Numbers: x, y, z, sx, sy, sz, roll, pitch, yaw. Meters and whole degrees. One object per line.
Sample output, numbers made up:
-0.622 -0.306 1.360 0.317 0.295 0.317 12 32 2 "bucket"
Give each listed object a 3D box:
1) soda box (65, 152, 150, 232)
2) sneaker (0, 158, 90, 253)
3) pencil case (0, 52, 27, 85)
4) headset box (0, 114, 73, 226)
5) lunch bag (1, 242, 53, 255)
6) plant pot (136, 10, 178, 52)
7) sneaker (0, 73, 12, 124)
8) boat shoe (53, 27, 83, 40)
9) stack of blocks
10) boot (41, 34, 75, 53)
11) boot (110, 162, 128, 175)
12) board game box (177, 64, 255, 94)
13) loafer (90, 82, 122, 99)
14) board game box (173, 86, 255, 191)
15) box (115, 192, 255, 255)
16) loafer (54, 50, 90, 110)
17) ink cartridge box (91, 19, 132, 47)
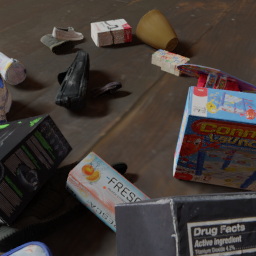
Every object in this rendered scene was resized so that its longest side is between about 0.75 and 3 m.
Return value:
-0.151 1.503 5.456 2.213 0.757 0.704 38 51 10 "soda box"
-1.718 1.520 5.990 2.448 0.735 1.277 -21 46 -29 "sneaker"
-4.556 -2.280 10.130 1.987 0.901 0.826 29 51 30 "pencil case"
-2.588 0.763 5.997 1.954 1.041 2.245 -7 34 37 "headset box"
-1.686 3.152 3.937 2.079 0.980 2.594 -20 44 -19 "lunch bag"
1.359 -3.933 11.797 1.422 1.422 1.525 -26 60 -26 "plant pot"
-3.933 -0.509 7.800 1.103 1.292 2.931 -9 46 -14 "sneaker"
-2.656 -4.260 12.517 1.394 0.478 0.502 -1 39 -26 "boat shoe"
1.586 -2.536 10.794 1.354 0.397 0.780 28 48 28 "stack of blocks"
-3.050 -3.728 12.181 1.183 0.472 1.302 -19 38 -23 "boot"
-0.347 1.253 6.510 0.982 0.370 0.734 -23 41 -13 "boot"
2.743 -1.115 8.357 2.928 0.570 2.313 18 5 -18 "board game box"
-0.696 -1.229 9.399 1.104 0.397 0.348 -17 63 -10 "loafer"
2.333 0.385 5.816 2.530 2.477 0.707 8 55 8 "board game box"
1.437 2.156 3.171 2.800 1.725 2.777 3 74 -21 "box"
-1.838 -1.738 9.419 1.033 1.000 2.944 5 44 -7 "loafer"
-0.769 -4.296 12.584 1.596 0.665 1.159 -13 43 -14 "ink cartridge box"
